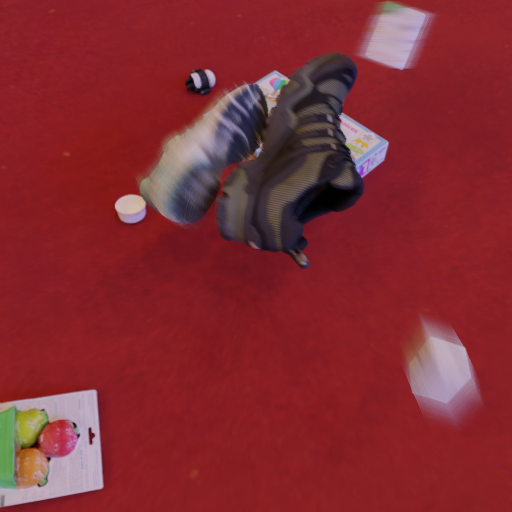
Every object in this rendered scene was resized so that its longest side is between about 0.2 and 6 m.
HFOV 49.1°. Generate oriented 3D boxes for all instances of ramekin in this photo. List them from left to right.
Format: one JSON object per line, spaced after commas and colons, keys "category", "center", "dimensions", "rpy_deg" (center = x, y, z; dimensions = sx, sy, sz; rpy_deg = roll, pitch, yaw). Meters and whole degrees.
{"category": "ramekin", "center": [-2.473, -0.916, 11.092], "dimensions": [0.585, 0.285, 0.585], "rpy_deg": [1, 46, -1]}

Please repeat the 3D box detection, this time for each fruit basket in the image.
{"category": "fruit basket", "center": [-3.188, 2.840, 8.311], "dimensions": [1.675, 0.785, 1.552], "rpy_deg": [-2, 53, -21]}

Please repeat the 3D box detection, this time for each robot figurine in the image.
{"category": "robot figurine", "center": [-1.335, -4.161, 13.366], "dimensions": [0.709, 0.533, 0.443], "rpy_deg": [-22, 30, -15]}

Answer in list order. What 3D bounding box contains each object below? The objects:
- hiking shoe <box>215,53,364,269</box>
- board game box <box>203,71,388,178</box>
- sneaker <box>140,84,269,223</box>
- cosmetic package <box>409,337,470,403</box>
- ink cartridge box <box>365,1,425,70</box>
{"category": "hiking shoe", "center": [0.944, -1.494, 8.683], "dimensions": [1.827, 1.375, 3.630], "rpy_deg": [25, 75, 17]}
{"category": "board game box", "center": [0.802, -2.558, 12.124], "dimensions": [2.254, 0.574, 3.353], "rpy_deg": [-38, 63, -23]}
{"category": "sneaker", "center": [-0.857, -1.752, 8.748], "dimensions": [1.152, 1.036, 2.669], "rpy_deg": [20, 63, 41]}
{"category": "cosmetic package", "center": [2.278, 1.429, 7.000], "dimensions": [0.488, 0.591, 0.488], "rpy_deg": [18, 39, -5]}
{"category": "ink cartridge box", "center": [1.986, -3.141, 8.026], "dimensions": [0.564, 0.779, 0.327], "rpy_deg": [24, 19, 10]}
